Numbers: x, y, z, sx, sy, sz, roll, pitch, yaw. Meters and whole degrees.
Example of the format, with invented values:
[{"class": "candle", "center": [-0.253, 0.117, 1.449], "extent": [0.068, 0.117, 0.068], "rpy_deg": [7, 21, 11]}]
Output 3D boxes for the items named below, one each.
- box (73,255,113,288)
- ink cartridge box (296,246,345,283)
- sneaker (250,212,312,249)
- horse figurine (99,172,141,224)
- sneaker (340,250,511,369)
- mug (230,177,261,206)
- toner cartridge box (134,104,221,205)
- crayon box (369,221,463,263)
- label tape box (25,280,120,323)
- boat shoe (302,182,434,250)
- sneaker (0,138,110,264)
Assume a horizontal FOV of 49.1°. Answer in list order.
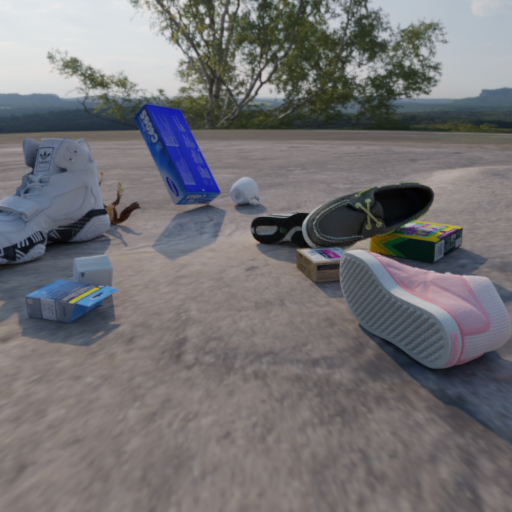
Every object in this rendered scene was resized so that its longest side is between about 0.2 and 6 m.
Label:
[{"class": "box", "center": [-2.421, 0.299, 8.300], "extent": [0.515, 0.513, 0.337], "rpy_deg": [-8, 44, -26]}, {"class": "ink cartridge box", "center": [1.167, 0.128, 9.325], "extent": [0.773, 0.353, 0.939], "rpy_deg": [-5, 16, -14]}, {"class": "sneaker", "center": [1.007, -0.623, 11.196], "extent": [2.011, 0.759, 1.157], "rpy_deg": [7, 19, 31]}, {"class": "horse figurine", "center": [-3.578, -1.245, 13.019], "extent": [1.855, 1.229, 0.463], "rpy_deg": [29, 20, 20]}, {"class": "sneaker", "center": [2.044, 0.546, 6.906], "extent": [1.243, 0.895, 2.378], "rpy_deg": [-9, 23, -21]}, {"class": "mug", "center": [-0.273, -1.668, 15.246], "extent": [0.897, 0.663, 0.787], "rpy_deg": [33, 28, 4]}, {"class": "toner cartridge box", "center": [-2.107, -2.690, 14.971], "extent": [0.604, 2.797, 1.329], "rpy_deg": [-37, -18, 36]}, {"class": "crayon box", "center": [3.075, -0.315, 10.729], "extent": [1.267, 0.428, 1.468], "rpy_deg": [11, 19, 37]}, {"class": "label tape box", "center": [-2.482, 0.629, 7.634], "extent": [1.015, 0.336, 0.727], "rpy_deg": [8, 18, 18]}, {"class": "boat shoe", "center": [2.061, -0.780, 10.139], "extent": [2.672, 0.955, 0.799], "rpy_deg": [-17, -6, -27]}, {"class": "sneaker", "center": [-4.242, -1.126, 10.503], "extent": [1.350, 2.065, 3.593], "rpy_deg": [6, 17, 26]}]
